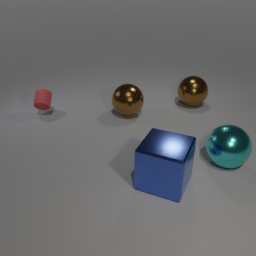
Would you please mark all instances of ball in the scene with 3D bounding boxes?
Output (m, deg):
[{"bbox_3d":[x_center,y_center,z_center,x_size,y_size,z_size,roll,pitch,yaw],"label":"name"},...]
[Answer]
[{"bbox_3d":[3.230,0.585,8.997,1.400,1.400,1.400,0,29,0],"label":"ball"},{"bbox_3d":[-0.008,-1.212,12.103,1.400,1.400,1.400,0,29,0],"label":"ball"},{"bbox_3d":[3.006,-1.717,13.013,1.400,1.400,1.400,0,29,0],"label":"ball"}]

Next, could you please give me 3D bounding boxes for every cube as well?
[{"bbox_3d":[1.083,1.028,8.179,1.400,1.400,1.400,13,32,21],"label":"cube"}]

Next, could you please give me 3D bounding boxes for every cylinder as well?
[{"bbox_3d":[-3.694,-1.233,12.160,0.700,0.700,0.700,0,68,1],"label":"cylinder"}]
